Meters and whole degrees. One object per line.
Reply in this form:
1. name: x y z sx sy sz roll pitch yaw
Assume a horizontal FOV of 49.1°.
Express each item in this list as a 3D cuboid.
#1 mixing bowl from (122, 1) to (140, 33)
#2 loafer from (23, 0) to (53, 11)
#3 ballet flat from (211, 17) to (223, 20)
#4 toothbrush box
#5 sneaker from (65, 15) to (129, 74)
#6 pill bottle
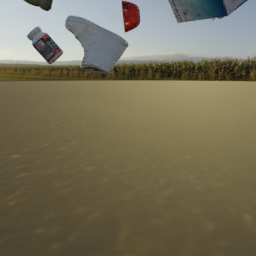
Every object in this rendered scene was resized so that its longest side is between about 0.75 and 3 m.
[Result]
1. mixing bowl: 0.120 -4.071 10.209 0.610 1.126 1.126 -5 11 0
2. loafer: -1.855 -3.229 5.528 0.838 0.928 2.453 10 42 -25
3. ballet flat: 2.652 -3.441 8.319 0.459 0.459 1.298 -5 18 -25
4. toothbrush box: 2.256 -3.610 7.519 1.430 0.833 1.953 -40 30 -16
5. sneaker: -1.331 -2.604 8.978 2.421 1.399 0.892 30 -2 21
6. pill bottle: -2.218 -2.207 7.484 0.528 0.911 0.528 -39 15 12
